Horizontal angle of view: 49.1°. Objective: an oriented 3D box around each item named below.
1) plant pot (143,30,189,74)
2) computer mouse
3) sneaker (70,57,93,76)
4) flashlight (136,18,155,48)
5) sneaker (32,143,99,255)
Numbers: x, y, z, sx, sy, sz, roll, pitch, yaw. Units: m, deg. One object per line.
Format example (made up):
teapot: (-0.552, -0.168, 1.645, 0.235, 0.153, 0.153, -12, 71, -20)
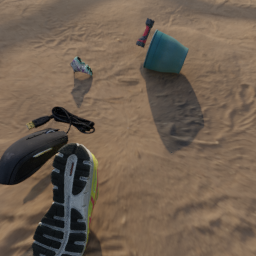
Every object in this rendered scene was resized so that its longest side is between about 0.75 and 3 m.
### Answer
plant pot: (1.465, -2.732, 10.496, 1.384, 1.473, 1.473, 21, 51, 4)
computer mouse: (-2.421, 0.199, 7.338, 2.769, 0.637, 1.944, -37, 42, -29)
sneaker: (-1.822, -2.214, 10.667, 0.630, 0.901, 0.350, -35, 21, 27)
flashlight: (0.684, -3.846, 11.315, 0.383, 1.126, 0.381, 23, 13, 9)
sneaker: (-1.181, 1.844, 6.328, 1.138, 1.315, 2.913, 13, 84, 13)
